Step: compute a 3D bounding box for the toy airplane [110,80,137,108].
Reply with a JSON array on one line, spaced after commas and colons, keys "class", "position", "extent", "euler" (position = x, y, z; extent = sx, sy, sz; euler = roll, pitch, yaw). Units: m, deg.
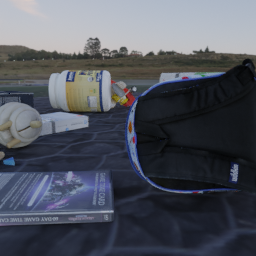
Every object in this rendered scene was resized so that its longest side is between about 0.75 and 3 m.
[{"class": "toy airplane", "position": [-0.890, -2.029, 16.166], "extent": [2.516, 1.784, 2.527], "euler": [15, -17, 22]}]

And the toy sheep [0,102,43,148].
[{"class": "toy sheep", "position": [-3.027, -0.063, 7.572], "extent": [1.990, 1.372, 1.372], "euler": [6, 12, 34]}]

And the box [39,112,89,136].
[{"class": "box", "position": [-2.844, -0.199, 10.289], "extent": [1.731, 0.457, 2.221], "euler": [9, 15, 37]}]

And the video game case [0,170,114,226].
[{"class": "video game case", "position": [-1.384, 1.055, 4.511], "extent": [2.293, 0.218, 1.638], "euler": [0, 11, -4]}]

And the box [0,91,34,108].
[{"class": "box", "position": [-5.498, -1.006, 12.354], "extent": [1.960, 1.236, 1.994], "euler": [-10, 15, -42]}]

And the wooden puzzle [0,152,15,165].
[{"class": "wooden puzzle", "position": [-3.399, 0.712, 6.327], "extent": [1.607, 0.188, 1.084], "euler": [-3, 12, -18]}]

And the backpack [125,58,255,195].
[{"class": "backpack", "position": [1.010, 0.086, 4.684], "extent": [2.104, 2.209, 1.702], "euler": [-2, -7, -15]}]

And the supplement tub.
[{"class": "supplement tub", "position": [-2.428, -1.928, 14.659], "extent": [2.976, 2.149, 2.149], "euler": [0, 11, 0]}]

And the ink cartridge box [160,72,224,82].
[{"class": "ink cartridge box", "position": [2.328, -0.976, 10.104], "extent": [1.177, 2.039, 2.792], "euler": [-5, 13, -23]}]
